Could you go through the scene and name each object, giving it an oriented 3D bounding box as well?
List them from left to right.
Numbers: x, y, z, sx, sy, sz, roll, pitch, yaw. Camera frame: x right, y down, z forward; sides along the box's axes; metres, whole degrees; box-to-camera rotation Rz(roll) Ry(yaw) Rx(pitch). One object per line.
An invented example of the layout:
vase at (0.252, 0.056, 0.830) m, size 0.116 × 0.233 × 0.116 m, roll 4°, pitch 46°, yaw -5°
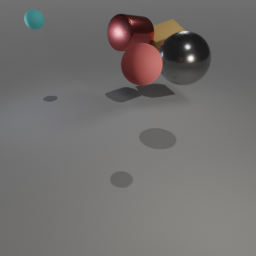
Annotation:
ball at (-3.445, -3.997, 10.321) m, size 0.700 × 0.700 × 0.700 m, roll 0°, pitch 29°, yaw 0°
cylinder at (0.121, -3.856, 11.419) m, size 1.400 × 1.400 × 1.400 m, roll 24°, pitch 28°, yaw 37°
ball at (0.229, -1.071, 4.732) m, size 0.700 × 0.700 × 0.700 m, roll 0°, pitch 29°, yaw 0°
cube at (1.706, -3.741, 12.487) m, size 1.400 × 1.400 × 1.400 m, roll -21°, pitch 44°, yaw -3°
ball at (1.479, -1.832, 7.427) m, size 1.400 × 1.400 × 1.400 m, roll 0°, pitch 29°, yaw 0°
